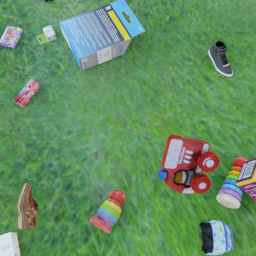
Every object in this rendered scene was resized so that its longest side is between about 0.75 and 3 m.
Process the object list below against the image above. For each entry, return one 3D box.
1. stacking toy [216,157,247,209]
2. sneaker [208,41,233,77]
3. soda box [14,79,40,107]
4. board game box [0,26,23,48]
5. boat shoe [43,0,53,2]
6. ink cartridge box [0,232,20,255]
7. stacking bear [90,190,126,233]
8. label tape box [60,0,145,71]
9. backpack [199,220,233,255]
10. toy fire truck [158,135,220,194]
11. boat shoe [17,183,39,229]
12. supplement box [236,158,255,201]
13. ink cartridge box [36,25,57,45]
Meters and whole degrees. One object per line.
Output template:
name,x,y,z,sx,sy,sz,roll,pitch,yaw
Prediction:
stacking toy,3.504,1.693,9.100,0.735,0.735,1.722,26,65,11
sneaker,3.701,-2.753,10.976,0.534,0.749,1.510,-21,69,-11
soda box,-3.791,-1.321,10.558,0.332,0.366,1.047,27,69,11
board game box,-4.895,-3.815,11.734,0.622,0.207,0.924,12,67,5
boat shoe,-3.746,-6.137,12.650,0.459,0.369,0.989,-21,69,-17
ink cartridge box,-3.690,3.823,8.237,0.888,0.502,1.212,-17,68,-7
stacking bear,-0.537,2.512,8.745,0.729,0.778,1.282,30,63,7
label tape box,-1.018,-3.798,11.342,2.837,0.898,2.046,-24,69,-10
backpack,2.613,3.196,8.204,0.781,1.063,0.973,1,66,0
toy fire truck,1.705,1.121,8.417,1.546,1.841,1.032,8,22,-12
boat shoe,-2.856,2.279,8.110,0.559,1.656,0.596,10,29,-6
supplement box,4.244,1.747,8.674,1.476,0.761,0.966,41,56,-4
ink cartridge box,-3.442,-3.884,11.720,0.759,0.288,0.561,-26,69,-12
